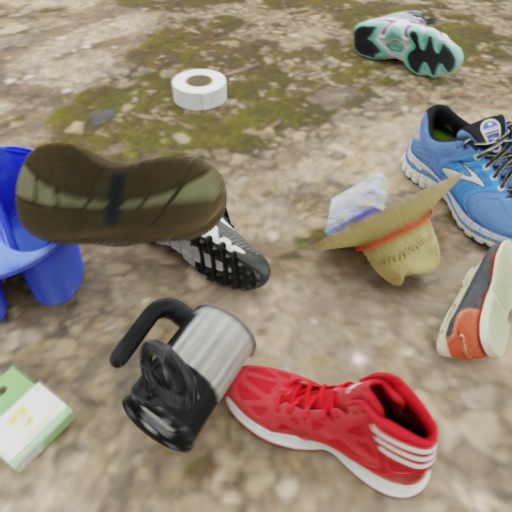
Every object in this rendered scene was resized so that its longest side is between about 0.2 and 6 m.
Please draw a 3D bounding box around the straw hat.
[{"bbox_3d":[2.117,-0.180,8.233,2.605,2.605,1.102,-24,88,-24],"label":"straw hat"}]

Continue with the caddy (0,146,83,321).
[{"bbox_3d":[-3.912,-0.497,8.330,2.284,1.696,3.231,-21,47,-20],"label":"caddy"}]

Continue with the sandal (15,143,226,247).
[{"bbox_3d":[-1.800,-0.731,7.336,3.335,0.910,1.363,2,77,22],"label":"sandal"}]

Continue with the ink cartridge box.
[{"bbox_3d":[-2.900,1.881,6.708,1.171,0.281,0.852,32,55,19],"label":"ink cartridge box"}]

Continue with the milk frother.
[{"bbox_3d":[-0.655,1.130,6.114,1.559,1.407,1.466,-16,29,46],"label":"milk frother"}]

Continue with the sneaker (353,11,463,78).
[{"bbox_3d":[4.182,-5.577,14.165,2.961,1.151,2.071,33,53,29],"label":"sneaker"}]

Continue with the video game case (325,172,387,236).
[{"bbox_3d":[1.512,-0.750,8.464,0.930,0.211,0.843,-28,29,37],"label":"video game case"}]

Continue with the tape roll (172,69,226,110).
[{"bbox_3d":[-1.289,-3.806,12.797,1.238,0.433,1.238,1,43,0],"label":"tape roll"}]

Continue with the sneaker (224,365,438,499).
[{"bbox_3d":[0.813,1.561,6.259,2.570,1.484,1.007,18,45,17],"label":"sneaker"}]

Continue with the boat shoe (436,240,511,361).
[{"bbox_3d":[3.186,0.572,7.883,0.746,0.849,2.386,-17,23,42],"label":"boat shoe"}]

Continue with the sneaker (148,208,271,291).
[{"bbox_3d":[-0.807,-0.491,8.850,2.909,0.967,1.316,26,52,28],"label":"sneaker"}]

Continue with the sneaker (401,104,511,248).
[{"bbox_3d":[3.827,-1.410,9.393,1.392,1.580,3.545,-21,48,-21],"label":"sneaker"}]
